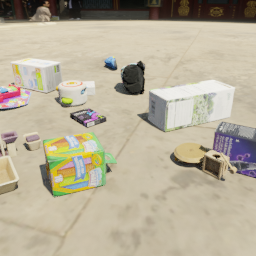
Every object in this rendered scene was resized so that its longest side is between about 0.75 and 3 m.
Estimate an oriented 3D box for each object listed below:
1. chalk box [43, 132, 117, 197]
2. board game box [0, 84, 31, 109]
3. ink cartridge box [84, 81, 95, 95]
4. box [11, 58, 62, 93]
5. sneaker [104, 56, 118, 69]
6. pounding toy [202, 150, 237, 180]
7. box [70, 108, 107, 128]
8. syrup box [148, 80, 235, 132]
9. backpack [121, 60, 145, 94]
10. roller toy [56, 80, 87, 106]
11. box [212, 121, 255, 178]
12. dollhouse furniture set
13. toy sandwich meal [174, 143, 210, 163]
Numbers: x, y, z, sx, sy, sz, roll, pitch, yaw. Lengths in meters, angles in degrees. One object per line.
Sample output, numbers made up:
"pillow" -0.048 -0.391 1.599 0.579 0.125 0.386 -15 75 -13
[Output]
"chalk box" -1.119 0.805 6.820 1.660 1.029 1.036 -11 29 -21
"board game box" -5.367 -1.545 11.925 2.231 0.550 2.824 -1 24 -13
"ink cartridge box" -1.892 -1.897 13.088 0.673 0.397 1.170 -3 26 -7
"box" -4.387 -2.576 13.496 2.218 1.247 1.124 14 29 27
"sneaker" -1.054 -3.934 17.120 0.726 0.611 1.852 -13 26 -4
"pounding toy" 2.353 0.875 6.987 0.390 0.750 0.853 -22 33 -37
"box" -1.465 -0.396 10.220 0.846 0.213 1.183 -21 31 -36
"syrup box" 2.285 -0.869 10.083 2.961 1.166 1.206 -13 29 -24
"backpack" 0.254 -2.446 13.154 1.135 1.496 1.793 -1 20 7
"roller toy" -2.314 -1.501 11.700 1.171 0.897 1.284 -13 29 -25
"box" 2.982 0.559 7.282 1.438 1.064 0.750 13 30 27
"dollhouse furniture set" -2.955 0.369 7.083 1.761 1.578 2.223 -15 30 -27
"toy sandwich meal" 1.763 0.747 7.763 1.046 0.358 1.046 -2 28 1
